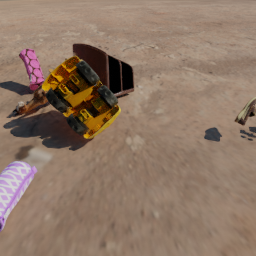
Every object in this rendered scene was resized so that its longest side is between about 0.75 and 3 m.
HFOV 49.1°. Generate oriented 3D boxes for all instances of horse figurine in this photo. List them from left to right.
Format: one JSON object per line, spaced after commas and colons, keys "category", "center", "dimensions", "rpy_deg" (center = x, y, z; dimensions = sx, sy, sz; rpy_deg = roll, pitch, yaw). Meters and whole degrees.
{"category": "horse figurine", "center": [-2.561, -1.545, 9.719], "dimensions": [0.715, 1.897, 2.863], "rpy_deg": [42, 46, -5]}

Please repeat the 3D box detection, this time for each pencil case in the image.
{"category": "pencil case", "center": [-2.499, 1.361, 5.725], "dimensions": [0.690, 0.677, 1.613], "rpy_deg": [-16, 29, 15]}
{"category": "pencil case", "center": [-3.792, -2.330, 11.051], "dimensions": [0.741, 1.633, 0.765], "rpy_deg": [-30, -13, 26]}

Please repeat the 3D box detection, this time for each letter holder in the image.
{"category": "letter holder", "center": [-1.019, -2.439, 11.001], "dimensions": [1.259, 1.780, 2.504], "rpy_deg": [-21, 33, -32]}

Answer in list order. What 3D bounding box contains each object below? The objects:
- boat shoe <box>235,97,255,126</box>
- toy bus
{"category": "boat shoe", "center": [3.443, -0.454, 7.935], "dimensions": [0.369, 0.369, 1.024], "rpy_deg": [37, 66, 22]}
{"category": "toy bus", "center": [-1.168, -0.718, 8.435], "dimensions": [1.491, 2.110, 2.198], "rpy_deg": [-42, 76, 1]}
